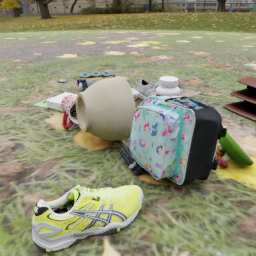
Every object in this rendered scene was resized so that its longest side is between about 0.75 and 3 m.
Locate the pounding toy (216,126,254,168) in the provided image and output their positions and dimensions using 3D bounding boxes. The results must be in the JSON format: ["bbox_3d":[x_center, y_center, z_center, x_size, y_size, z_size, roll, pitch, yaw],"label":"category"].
[{"bbox_3d":[3.058,0.605,8.988,1.890,0.877,1.459,55,16,20],"label":"pounding toy"}]

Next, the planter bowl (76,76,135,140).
[{"bbox_3d":[-0.918,-0.618,9.823,1.547,2.298,2.298,-7,26,-25],"label":"planter bowl"}]

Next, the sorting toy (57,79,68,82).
[{"bbox_3d":[-4.176,-2.988,17.800,0.500,0.121,0.888,-17,30,-42],"label":"sorting toy"}]

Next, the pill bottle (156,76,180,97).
[{"bbox_3d":[1.675,-1.214,11.903,1.021,1.821,1.021,0,25,0],"label":"pill bottle"}]

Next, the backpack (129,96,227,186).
[{"bbox_3d":[1.169,0.211,8.223,1.997,2.354,2.652,-2,20,-23],"label":"backpack"}]

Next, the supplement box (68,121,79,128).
[{"bbox_3d":[-2.145,-0.289,11.786,0.446,0.249,0.819,7,24,14],"label":"supplement box"}]

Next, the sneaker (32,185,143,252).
[{"bbox_3d":[-0.781,1.802,6.321,2.710,1.035,1.022,-15,28,-31],"label":"sneaker"}]

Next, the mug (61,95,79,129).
[{"bbox_3d":[-2.309,-0.757,11.527,1.342,1.009,1.512,-32,31,-16],"label":"mug"}]

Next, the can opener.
[{"bbox_3d":[0.085,1.019,8.793,0.539,0.435,1.371,37,3,-43],"label":"can opener"}]

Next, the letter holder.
[{"bbox_3d":[5.880,-1.295,12.706,1.888,1.336,2.656,-14,28,-24],"label":"letter holder"}]

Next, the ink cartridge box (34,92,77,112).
[{"bbox_3d":[-3.540,-1.379,13.939,1.956,0.469,1.423,15,29,25],"label":"ink cartridge box"}]

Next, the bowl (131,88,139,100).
[{"bbox_3d":[-0.090,-1.719,14.667,1.166,0.435,1.165,-10,27,-19],"label":"bowl"}]

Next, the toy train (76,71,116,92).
[{"bbox_3d":[-1.720,-2.573,15.964,2.395,1.021,1.365,-8,35,-17],"label":"toy train"}]

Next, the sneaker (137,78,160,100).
[{"bbox_3d":[1.375,-1.829,14.130,2.613,1.071,0.976,22,33,39],"label":"sneaker"}]
